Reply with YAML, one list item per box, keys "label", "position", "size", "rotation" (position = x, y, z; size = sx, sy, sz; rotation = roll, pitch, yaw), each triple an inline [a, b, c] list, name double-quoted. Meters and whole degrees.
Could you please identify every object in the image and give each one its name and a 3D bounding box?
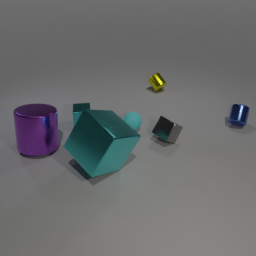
- label: "ball"
  position: [0.178, -0.271, 10.788]
  size: [0.700, 0.700, 0.700]
  rotation: [0, 30, 0]
- label: "cylinder"
  position: [4.403, -0.510, 11.129]
  size: [0.700, 0.700, 0.700]
  rotation: [17, -11, 3]
- label: "cylinder"
  position: [-3.113, 0.025, 9.580]
  size: [1.400, 1.400, 1.400]
  rotation: [3, 22, -1]
- label: "cube"
  position: [-0.762, 0.403, 8.388]
  size: [1.400, 1.400, 1.400]
  rotation: [41, 22, 25]
- label: "cylinder"
  position: [1.502, -2.335, 14.285]
  size: [0.700, 0.700, 0.700]
  rotation: [-24, 72, -35]
- label: "cube"
  position: [-1.860, -0.540, 11.379]
  size: [0.700, 0.700, 0.700]
  rotation: [-4, 36, -7]
- label: "cube"
  position: [1.419, 0.064, 10.089]
  size: [0.700, 0.700, 0.700]
  rotation: [31, 6, 34]
